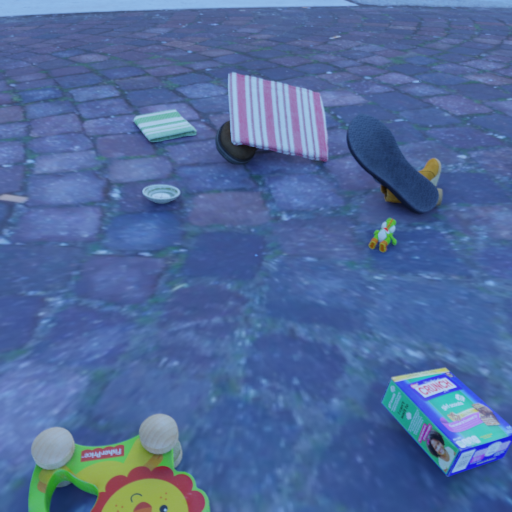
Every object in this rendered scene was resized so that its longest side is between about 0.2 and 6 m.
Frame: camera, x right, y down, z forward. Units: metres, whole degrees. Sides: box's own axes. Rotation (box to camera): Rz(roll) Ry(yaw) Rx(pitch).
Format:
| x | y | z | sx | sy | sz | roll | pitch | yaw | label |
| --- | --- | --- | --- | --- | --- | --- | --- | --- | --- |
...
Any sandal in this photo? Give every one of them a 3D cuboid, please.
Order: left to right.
| x | y | z | sx | sy | sz | roll | pitch | yaw | label |
| --- | --- | --- | --- | --- | --- | --- | --- | --- | --- |
| 2.644 | -1.778 | 11.327 | 0.915 | 2.406 | 0.515 | -41 | 3 | -11 | sandal |

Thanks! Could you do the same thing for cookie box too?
| x | y | z | sx | sy | sz | roll | pitch | yaw | label |
| --- | --- | --- | --- | --- | --- | --- | --- | --- | --- |
| 2.273 | 1.930 | 6.706 | 1.019 | 0.447 | 1.191 | -2 | 30 | -32 | cookie box |

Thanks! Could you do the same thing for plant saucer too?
| x | y | z | sx | sy | sz | roll | pitch | yaw | label |
| --- | --- | --- | --- | --- | --- | --- | --- | --- | --- |
| -2.017 | -1.285 | 11.905 | 0.785 | 0.197 | 0.785 | 5 | 29 | -3 | plant saucer |

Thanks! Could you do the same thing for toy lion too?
| x | y | z | sx | sy | sz | roll | pitch | yaw | label |
| --- | --- | --- | --- | --- | --- | --- | --- | --- | --- |
| -1.424 | 2.627 | 5.845 | 1.852 | 0.636 | 1.775 | -5 | 42 | -7 | toy lion |

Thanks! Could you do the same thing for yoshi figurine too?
| x | y | z | sx | sy | sz | roll | pitch | yaw | label |
| --- | --- | --- | --- | --- | --- | --- | --- | --- | --- |
| 2.413 | -0.368 | 10.527 | 0.429 | 0.431 | 0.767 | -22 | 25 | 52 | yoshi figurine |

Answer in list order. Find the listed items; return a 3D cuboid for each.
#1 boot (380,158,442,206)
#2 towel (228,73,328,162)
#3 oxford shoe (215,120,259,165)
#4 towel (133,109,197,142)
| x | y | z | sx | sy | sz | roll | pitch | yaw | label |
| --- | --- | --- | --- | --- | --- | --- | --- | --- | --- |
| 3.324 | -1.673 | 12.126 | 1.245 | 0.612 | 1.739 | 9 | 40 | 6 | boot |
| 0.524 | -3.256 | 13.349 | 2.577 | 0.386 | 1.886 | 6 | 67 | -24 | towel |
| -0.036 | -3.221 | 13.652 | 1.093 | 1.270 | 3.008 | 44 | 42 | -8 | oxford shoe |
| -2.544 | -3.576 | 15.386 | 1.352 | 0.207 | 1.772 | -15 | 38 | -21 | towel |
